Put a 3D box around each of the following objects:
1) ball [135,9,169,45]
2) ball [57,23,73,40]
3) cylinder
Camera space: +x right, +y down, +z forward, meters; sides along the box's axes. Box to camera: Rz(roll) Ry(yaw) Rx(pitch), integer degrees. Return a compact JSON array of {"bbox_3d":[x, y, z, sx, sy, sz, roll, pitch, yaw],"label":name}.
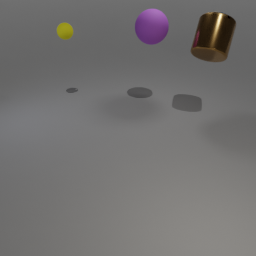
[{"bbox_3d":[0.984,-4.191,11.627,1.400,1.400,1.400,0,29,0],"label":"ball"},{"bbox_3d":[-2.724,-4.191,12.125,0.700,0.700,0.700,0,29,0],"label":"ball"},{"bbox_3d":[3.246,-3.423,10.690,1.400,1.400,1.400,16,-2,1],"label":"cylinder"}]
